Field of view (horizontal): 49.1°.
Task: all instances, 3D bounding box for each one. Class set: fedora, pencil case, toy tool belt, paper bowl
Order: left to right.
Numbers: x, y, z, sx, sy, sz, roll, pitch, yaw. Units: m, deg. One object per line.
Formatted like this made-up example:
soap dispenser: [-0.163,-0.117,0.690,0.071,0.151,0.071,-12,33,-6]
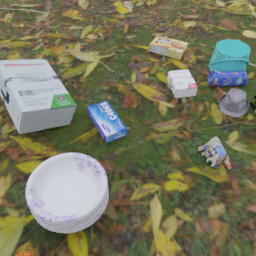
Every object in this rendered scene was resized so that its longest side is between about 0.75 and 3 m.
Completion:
paper bowl: [-1.766,2.000,8.500,2.363,1.229,2.363,-1,47,1]
toy tool belt: [3.051,1.019,9.862,0.845,0.858,1.374,-30,42,15]
pencil case: [4.597,-2.315,12.922,1.787,0.776,0.697,-1,46,-2]
fedora: [4.579,-1.187,11.938,1.256,0.641,1.420,26,51,22]

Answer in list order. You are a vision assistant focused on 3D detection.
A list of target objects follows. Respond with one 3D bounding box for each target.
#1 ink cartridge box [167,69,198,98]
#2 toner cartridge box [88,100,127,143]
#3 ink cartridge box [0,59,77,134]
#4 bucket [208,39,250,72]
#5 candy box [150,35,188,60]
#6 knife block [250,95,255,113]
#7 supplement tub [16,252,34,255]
ink cartridge box: [2.458,-2.035,12.784,0.997,0.581,1.369,-7,48,-7]
toner cartridge box: [-0.860,-0.303,11.256,0.897,0.408,1.889,-21,50,-19]
ink cartridge box: [-3.704,-1.354,11.034,2.139,1.212,2.917,-12,54,-38]
bucket: [4.962,-3.374,13.625,1.865,1.213,1.865,-1,47,1]
candy box: [2.179,-4.337,15.018,1.799,0.498,1.039,20,50,18]
knife block: [5.644,-0.667,11.647,0.483,1.326,1.511,-9,92,-7]
supplement tub: [-2.493,3.918,6.925,0.887,0.887,1.448,-21,51,-19]
